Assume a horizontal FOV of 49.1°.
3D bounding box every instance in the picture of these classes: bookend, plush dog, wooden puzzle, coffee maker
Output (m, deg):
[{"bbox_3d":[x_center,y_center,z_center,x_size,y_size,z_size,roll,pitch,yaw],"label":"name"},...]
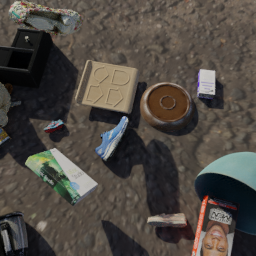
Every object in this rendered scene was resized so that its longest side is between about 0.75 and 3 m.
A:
[{"bbox_3d":[-4.857,-3.205,11.940,2.561,1.187,2.577,8,67,4],"label":"bookend"},{"bbox_3d":[-5.458,-1.498,10.582,2.532,2.175,2.032,25,64,20],"label":"plush dog"},{"bbox_3d":[-0.813,-1.679,11.681,2.290,0.530,2.121,12,68,0],"label":"wooden puzzle"},{"bbox_3d":[-4.082,4.115,8.689,2.258,1.583,2.351,-23,69,1],"label":"coffee maker"}]

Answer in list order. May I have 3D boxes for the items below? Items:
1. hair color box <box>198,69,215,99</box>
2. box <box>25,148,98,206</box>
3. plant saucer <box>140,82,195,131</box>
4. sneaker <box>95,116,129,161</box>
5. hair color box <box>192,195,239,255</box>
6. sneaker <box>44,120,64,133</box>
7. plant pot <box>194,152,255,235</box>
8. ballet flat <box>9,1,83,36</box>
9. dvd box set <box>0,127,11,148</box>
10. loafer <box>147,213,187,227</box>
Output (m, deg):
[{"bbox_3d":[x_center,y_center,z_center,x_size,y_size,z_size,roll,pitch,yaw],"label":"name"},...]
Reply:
[{"bbox_3d":[3.303,-1.852,11.799,0.652,0.386,1.192,8,65,3],"label":"hair color box"},{"bbox_3d":[-1.955,1.408,8.464,1.899,1.371,0.345,36,106,10],"label":"box"},{"bbox_3d":[1.616,-0.970,11.442,2.280,0.366,2.280,0,66,1],"label":"plant saucer"},{"bbox_3d":[-0.619,0.280,10.690,0.845,0.745,1.896,30,70,9],"label":"sneaker"},{"bbox_3d":[2.867,3.408,9.220,1.093,0.660,2.154,13,77,6],"label":"hair color box"},{"bbox_3d":[-2.966,-0.076,11.117,0.820,0.325,0.392,-22,56,-17],"label":"sneaker"},{"bbox_3d":[3.802,1.844,9.127,2.697,2.697,1.816,38,59,15],"label":"plant pot"},{"bbox_3d":[-2.454,-3.372,9.021,2.629,0.994,0.840,-10,49,-42],"label":"ballet flat"},{"bbox_3d":[-5.476,0.247,10.972,1.095,0.220,1.496,-40,72,-16],"label":"dvd box set"},{"bbox_3d":[1.333,3.149,9.657,1.353,0.486,0.425,5,49,-5],"label":"loafer"}]
